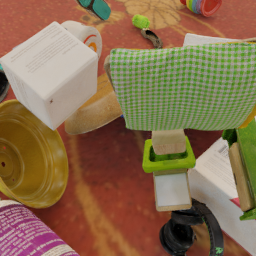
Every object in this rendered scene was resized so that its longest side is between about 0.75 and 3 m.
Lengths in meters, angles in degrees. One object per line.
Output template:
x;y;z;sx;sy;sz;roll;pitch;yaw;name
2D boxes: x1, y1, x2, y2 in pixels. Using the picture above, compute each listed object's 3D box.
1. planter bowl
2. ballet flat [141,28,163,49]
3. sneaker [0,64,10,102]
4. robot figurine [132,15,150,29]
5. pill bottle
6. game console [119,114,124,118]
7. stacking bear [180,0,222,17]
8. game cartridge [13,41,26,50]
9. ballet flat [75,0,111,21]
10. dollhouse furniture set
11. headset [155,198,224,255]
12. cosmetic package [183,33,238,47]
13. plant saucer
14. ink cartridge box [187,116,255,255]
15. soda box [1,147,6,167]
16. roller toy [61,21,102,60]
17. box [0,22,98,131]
-2.316;0.642;5.874;0.955;2.292;2.292;-21;44;19;planter bowl
0.918;-3.473;10.592;0.481;0.331;1.429;-16;49;-15;ballet flat
-4.439;-1.079;7.914;1.567;1.085;2.595;23;49;32;sneaker
0.502;-4.244;11.198;0.714;0.471;0.814;-5;33;-44;robot figurine
-1.925;2.132;4.582;2.625;1.474;1.474;31;54;25;pill bottle
1.202;-1.099;7.354;2.982;2.546;1.765;2;88;2;game console
2.961;-5.558;12.137;1.010;1.079;1.776;-54;49;9;stacking bear
-2.823;-2.825;9.953;2.197;0.456;1.463;-30;50;-25;game cartridge
-1.190;-3.596;7.690;0.717;2.132;0.726;30;91;19;ballet flat
0.873;0.315;3.263;1.743;2.660;1.335;-7;66;8;dollhouse furniture set
1.120;1.775;5.270;0.896;1.178;1.908;5;23;-29;headset
2.058;-1.125;6.335;1.489;1.070;2.638;13;4;17;cosmetic package
-0.591;-0.881;7.093;2.696;0.477;2.696;-26;25;13;plant saucer
2.749;0.950;5.853;2.700;1.126;1.960;-34;57;-30;ink cartridge box
-3.042;0.301;6.877;0.668;0.605;1.908;1;48;3;soda box
-1.648;-2.615;8.997;1.137;1.484;1.627;23;51;20;roller toy
-1.377;-0.931;5.236;1.109;1.294;1.288;39;67;11;box
